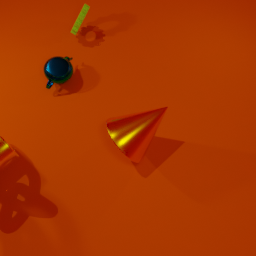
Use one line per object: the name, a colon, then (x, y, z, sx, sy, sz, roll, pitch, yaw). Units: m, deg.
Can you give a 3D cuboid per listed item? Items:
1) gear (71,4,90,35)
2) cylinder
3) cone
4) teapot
gear: (-1.740, -3.946, 10.196, 0.207, 1.117, 1.117, 27, 61, -18)
cylinder: (-3.771, 0.773, 7.808, 1.025, 1.025, 1.025, 41, 69, 19)
cone: (0.479, -0.106, 7.667, 1.543, 1.537, 1.537, -38, 64, 17)
teapot: (-2.277, -1.906, 9.347, 0.958, 0.755, 1.541, 30, 71, 0)
